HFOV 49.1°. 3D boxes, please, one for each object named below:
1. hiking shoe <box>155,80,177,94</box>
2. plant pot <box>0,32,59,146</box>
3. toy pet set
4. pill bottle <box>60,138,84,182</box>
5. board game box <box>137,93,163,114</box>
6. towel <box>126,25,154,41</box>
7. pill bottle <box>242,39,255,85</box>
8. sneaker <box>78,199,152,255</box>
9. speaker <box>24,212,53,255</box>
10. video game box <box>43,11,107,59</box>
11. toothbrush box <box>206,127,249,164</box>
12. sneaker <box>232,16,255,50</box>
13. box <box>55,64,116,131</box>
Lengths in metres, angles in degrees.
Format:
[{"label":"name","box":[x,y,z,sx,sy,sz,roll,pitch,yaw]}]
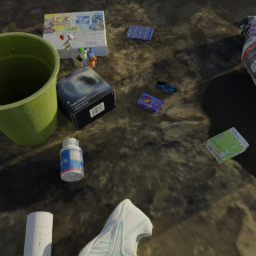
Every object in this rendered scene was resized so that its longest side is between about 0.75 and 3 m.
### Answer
[{"label":"hiking shoe","box":[1.435,-1.534,10.517,0.846,0.367,0.315,13,57,9]},{"label":"plant pot","box":[-3.318,-0.863,8.628,2.919,2.772,2.919,0,56,0]},{"label":"toy pet set","box":[-1.555,-2.802,10.294,1.545,1.443,0.821,37,70,18]},{"label":"pill bottle","box":[-1.747,0.966,8.663,0.690,0.690,1.230,-8,56,-5]},{"label":"board game box","box":[0.798,-0.908,10.215,0.788,0.176,0.530,27,60,17]},{"label":"towel","box":[0.531,-4.232,12.484,1.118,0.133,0.809,11,59,9]},{"label":"pill bottle","box":[5.323,-1.975,10.113,1.506,1.506,2.644,-8,56,-6]},{"label":"sneaker","box":[-0.478,3.211,6.973,1.189,1.044,2.967,34,62,17]},{"label":"speaker","box":[-2.331,3.078,7.258,0.686,0.686,1.688,-5,57,-4]},{"label":"video game box","box":[-2.279,-4.011,12.022,2.649,0.620,2.413,-5,59,-3]},{"label":"toothbrush box","box":[3.195,0.561,9.066,1.058,0.455,0.770,-24,60,-15]},{"label":"sneaker","box":[5.111,-4.038,11.904,2.552,0.992,1.785,-34,61,-31]},{"label":"box","box":[-1.603,-1.118,9.853,1.678,1.034,1.664,-35,62,-21]}]
